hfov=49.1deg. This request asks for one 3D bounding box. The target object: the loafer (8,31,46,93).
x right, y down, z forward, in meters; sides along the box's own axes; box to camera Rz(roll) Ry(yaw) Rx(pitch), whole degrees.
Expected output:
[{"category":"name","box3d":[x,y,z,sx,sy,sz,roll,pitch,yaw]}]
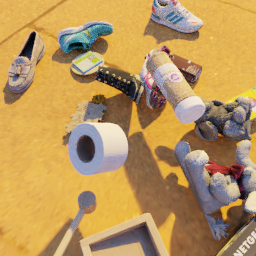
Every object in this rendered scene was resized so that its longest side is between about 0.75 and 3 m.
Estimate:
[{"category":"loafer","box3d":[-4.145,-2.725,11.198,1.026,0.897,2.854,8,56,5]}]

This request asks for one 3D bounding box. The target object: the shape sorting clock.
[{"category":"shape sorting clock","box3d":[-1.659,-2.649,11.526,1.380,0.271,1.380,-3,56,4]}]

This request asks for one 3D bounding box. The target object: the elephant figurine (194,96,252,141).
[{"category":"elephant figurine","box3d":[2.803,-0.394,9.358,2.305,1.789,1.631,8,15,35]}]

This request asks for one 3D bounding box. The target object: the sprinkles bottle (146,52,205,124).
[{"category":"sprinkles bottle","box3d":[1.407,-1.302,8.711,0.855,0.855,2.507,-18,56,-12]}]

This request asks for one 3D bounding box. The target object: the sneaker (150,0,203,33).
[{"category":"sneaker","box3d":[2.211,-5.240,12.724,2.572,1.202,0.906,25,59,17]}]

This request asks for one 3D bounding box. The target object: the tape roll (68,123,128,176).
[{"category":"tape roll","box3d":[-0.781,0.523,7.270,0.915,1.333,1.333,1,42,-51]}]

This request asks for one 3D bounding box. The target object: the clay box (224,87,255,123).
[{"category":"clay box","box3d":[4.414,-0.781,10.153,1.847,0.439,1.061,-27,61,-16]}]

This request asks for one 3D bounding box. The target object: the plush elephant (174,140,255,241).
[{"category":"plush elephant","box3d":[2.849,1.380,7.633,2.208,2.349,2.852,-24,87,1]}]

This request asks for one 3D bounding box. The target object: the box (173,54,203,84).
[{"category":"box","box3d":[2.229,-2.390,11.231,1.323,0.496,0.662,28,61,20]}]

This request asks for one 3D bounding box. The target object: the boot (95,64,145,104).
[{"category":"boot","box3d":[-0.321,-1.566,9.798,1.637,0.783,2.168,15,23,-12]}]

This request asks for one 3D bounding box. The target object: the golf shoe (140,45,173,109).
[{"category":"golf shoe","box3d":[0.995,-1.842,10.731,1.218,0.960,2.644,-12,57,40]}]

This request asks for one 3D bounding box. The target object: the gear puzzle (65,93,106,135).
[{"category":"gear puzzle","box3d":[-1.392,-0.483,10.094,1.105,0.279,2.134,13,54,11]}]

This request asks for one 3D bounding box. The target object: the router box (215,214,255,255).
[{"category":"router box","box3d":[2.827,2.933,6.980,1.930,1.517,0.504,-36,63,-21]}]

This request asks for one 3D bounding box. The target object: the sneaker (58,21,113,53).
[{"category":"sneaker","box3d":[-1.766,-3.870,12.129,2.463,0.954,0.981,-19,73,-4]}]

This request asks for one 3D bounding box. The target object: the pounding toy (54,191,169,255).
[{"category":"pounding toy","box3d":[-0.538,3.078,6.981,2.578,1.343,2.935,-18,58,-12]}]
